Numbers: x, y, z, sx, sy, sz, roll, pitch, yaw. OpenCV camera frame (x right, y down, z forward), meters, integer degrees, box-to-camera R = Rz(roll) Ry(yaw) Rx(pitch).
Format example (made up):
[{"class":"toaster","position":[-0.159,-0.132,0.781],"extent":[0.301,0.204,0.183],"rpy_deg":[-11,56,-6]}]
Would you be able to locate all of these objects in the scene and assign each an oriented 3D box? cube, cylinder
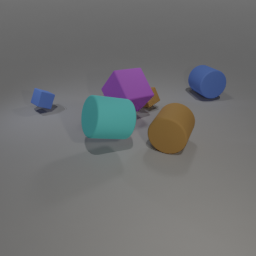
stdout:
[{"class":"cube","position":[-3.853,-1.327,12.666],"extent":[0.700,0.700,0.700],"rpy_deg":[11,10,-47]},{"class":"cube","position":[0.922,-1.419,12.946],"extent":[0.700,0.700,0.700],"rpy_deg":[-35,21,-25]},{"class":"cube","position":[-0.040,-1.512,11.770],"extent":[1.400,1.400,1.400],"rpy_deg":[-14,72,-34]},{"class":"cylinder","position":[-0.666,-0.339,9.404],"extent":[1.400,1.400,1.400],"rpy_deg":[3,24,-31]},{"class":"cylinder","position":[1.581,-0.010,10.066],"extent":[1.400,1.400,1.400],"rpy_deg":[12,31,20]},{"class":"cylinder","position":[3.956,-2.344,14.090],"extent":[1.400,1.400,1.400],"rpy_deg":[-7,25,-12]}]
